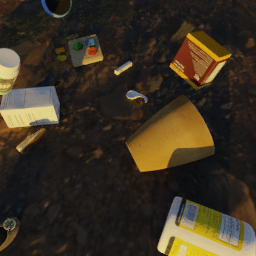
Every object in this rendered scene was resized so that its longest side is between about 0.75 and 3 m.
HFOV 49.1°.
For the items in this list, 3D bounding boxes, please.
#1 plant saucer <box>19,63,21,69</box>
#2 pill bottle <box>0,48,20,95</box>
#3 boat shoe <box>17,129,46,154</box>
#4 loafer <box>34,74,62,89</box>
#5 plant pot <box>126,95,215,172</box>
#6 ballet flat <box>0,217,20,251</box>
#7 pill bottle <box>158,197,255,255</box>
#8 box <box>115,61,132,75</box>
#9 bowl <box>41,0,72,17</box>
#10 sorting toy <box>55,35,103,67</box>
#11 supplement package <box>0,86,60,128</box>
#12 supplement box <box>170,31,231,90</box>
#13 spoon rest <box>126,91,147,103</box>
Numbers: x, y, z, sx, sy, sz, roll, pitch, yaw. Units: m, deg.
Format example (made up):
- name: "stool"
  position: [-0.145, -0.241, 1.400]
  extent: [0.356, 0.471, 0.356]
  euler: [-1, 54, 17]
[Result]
- name: "plant saucer"
  position: [-5.505, -2.857, 13.159]
  extent: [0.957, 0.243, 0.957]
  euler: [0, 53, 1]
- name: "pill bottle"
  position: [-3.639, -1.635, 8.150]
  extent: [0.797, 1.409, 0.797]
  euler: [15, 59, -27]
- name: "boat shoe"
  position: [-3.648, 0.417, 10.590]
  extent: [0.402, 0.444, 1.246]
  euler: [33, 61, 22]
- name: "loafer"
  position: [-3.521, -1.702, 12.061]
  extent: [0.591, 0.595, 1.636]
  euler: [20, 57, 20]
- name: "plant pot"
  position: [1.272, 0.434, 9.703]
  extent: [2.477, 2.308, 2.308]
  euler: [-26, 56, 0]
- name: "ballet flat"
  position: [-4.060, 3.459, 8.307]
  extent: [0.664, 0.457, 1.970]
  euler: [33, 60, 22]
- name: "pill bottle"
  position: [2.452, 3.185, 7.767]
  extent: [2.953, 1.644, 1.644]
  euler: [19, 56, 14]
- name: "box"
  position: [-0.215, -2.831, 13.172]
  extent: [0.200, 0.187, 0.966]
  euler: [39, 62, 25]
- name: "bowl"
  position: [-2.479, -4.458, 9.825]
  extent: [1.074, 1.074, 0.211]
  euler: [-35, 33, -23]
- name: "sorting toy"
  position: [-2.405, -3.726, 13.593]
  extent: [2.157, 0.289, 1.607]
  euler: [-15, 63, -4]
- name: "supplement package"
  position: [-3.829, -0.838, 11.116]
  extent: [1.988, 1.089, 1.130]
  euler: [-5, 53, -4]
- name: "supplement box"
  position: [2.460, -2.331, 9.662]
  extent: [0.918, 1.383, 1.364]
  euler: [-25, 64, -42]
- name: "spoon rest"
  position: [0.382, -1.368, 12.026]
  extent: [0.933, 0.283, 0.463]
  euler: [19, 56, 13]
